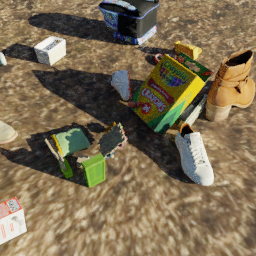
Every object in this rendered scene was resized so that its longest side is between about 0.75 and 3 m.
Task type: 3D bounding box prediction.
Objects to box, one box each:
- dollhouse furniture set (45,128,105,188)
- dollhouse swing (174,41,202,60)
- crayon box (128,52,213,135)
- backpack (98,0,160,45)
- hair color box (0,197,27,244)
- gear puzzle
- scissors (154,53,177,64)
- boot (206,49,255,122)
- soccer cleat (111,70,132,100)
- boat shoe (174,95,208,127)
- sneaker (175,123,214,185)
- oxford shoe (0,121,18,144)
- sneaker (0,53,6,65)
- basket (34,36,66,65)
[{"bbox_3d":[-1.521,0.576,8.042,1.178,0.910,2.358,-23,48,-23],"label":"dollhouse furniture set"},{"bbox_3d":[2.780,-3.672,12.631,0.992,0.901,0.872,31,73,29],"label":"dollhouse swing"},{"bbox_3d":[1.284,-1.242,9.009,0.637,2.509,1.593,23,18,-49],"label":"crayon box"},{"bbox_3d":[-0.069,-5.465,13.776,2.634,1.772,2.404,21,47,19],"label":"backpack"},{"bbox_3d":[-3.091,2.240,6.166,1.518,0.842,0.485,-19,43,-33],"label":"hair color box"},{"bbox_3d":[-0.486,0.329,8.456,0.962,0.243,1.856,-41,23,8],"label":"gear puzzle"},{"bbox_3d":[2.002,-2.427,11.782,1.035,0.197,2.828,-11,46,-15],"label":"scissors"},{"bbox_3d":[3.754,-1.658,9.437,1.058,2.221,2.871,31,52,29],"label":"boot"},{"bbox_3d":[-0.274,-1.600,10.584,0.747,0.668,1.927,-6,37,1],"label":"soccer cleat"},{"bbox_3d":[2.166,-0.624,9.507,0.560,0.671,1.799,31,57,22],"label":"boat shoe"},{"bbox_3d":[1.857,0.670,8.000,0.734,0.853,2.015,-10,46,-12],"label":"sneaker"},{"bbox_3d":[-4.525,-0.116,8.836,2.210,0.816,0.782,15,45,15],"label":"oxford shoe"},{"bbox_3d":[-5.851,-2.906,11.969,1.480,0.545,0.873,26,43,37],"label":"sneaker"},{"bbox_3d":[-3.383,-3.399,12.356,0.821,0.748,1.212,20,48,19],"label":"basket"}]
